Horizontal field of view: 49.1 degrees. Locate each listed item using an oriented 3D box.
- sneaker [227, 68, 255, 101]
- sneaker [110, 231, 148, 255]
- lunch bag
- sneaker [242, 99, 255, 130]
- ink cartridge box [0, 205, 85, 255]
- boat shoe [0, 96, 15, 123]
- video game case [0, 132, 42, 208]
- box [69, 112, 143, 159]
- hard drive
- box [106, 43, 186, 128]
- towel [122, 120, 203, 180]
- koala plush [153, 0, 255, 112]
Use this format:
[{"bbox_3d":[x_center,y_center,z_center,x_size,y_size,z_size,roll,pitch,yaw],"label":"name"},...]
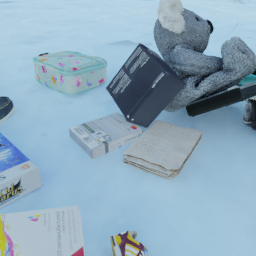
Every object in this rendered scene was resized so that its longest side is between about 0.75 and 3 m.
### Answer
[{"bbox_3d":[3.680,-1.915,9.544,1.161,1.193,2.995,-28,42,-32],"label":"sneaker"},{"bbox_3d":[0.096,1.946,4.055,0.500,0.416,1.111,-15,35,-12],"label":"sneaker"},{"bbox_3d":[-2.101,-2.156,10.249,2.574,0.992,2.064,27,40,36],"label":"lunch bag"},{"bbox_3d":[3.924,-0.518,7.681,1.250,0.829,2.197,23,40,28],"label":"sneaker"},{"bbox_3d":[-1.455,1.812,3.564,1.786,0.765,1.318,-2,47,-16],"label":"ink cartridge box"},{"bbox_3d":[-4.253,-0.384,7.512,0.969,0.800,2.587,22,38,32],"label":"boat shoe"},{"bbox_3d":[-3.322,0.911,5.634,2.190,0.549,2.416,-26,40,-37],"label":"video game case"},{"bbox_3d":[-0.566,0.132,7.146,1.504,0.310,1.172,-22,38,-30],"label":"box"},{"bbox_3d":[2.812,-0.849,7.645,2.231,0.367,1.557,-19,0,-45],"label":"hard drive"},{"bbox_3d":[0.403,-1.078,7.280,0.820,1.574,1.433,16,33,-45],"label":"box"},{"bbox_3d":[0.866,0.407,6.659,1.322,0.344,1.995,17,35,24],"label":"towel"},{"bbox_3d":[1.646,-2.193,8.007,2.658,2.892,2.565,-25,-4,9],"label":"koala plush"}]
